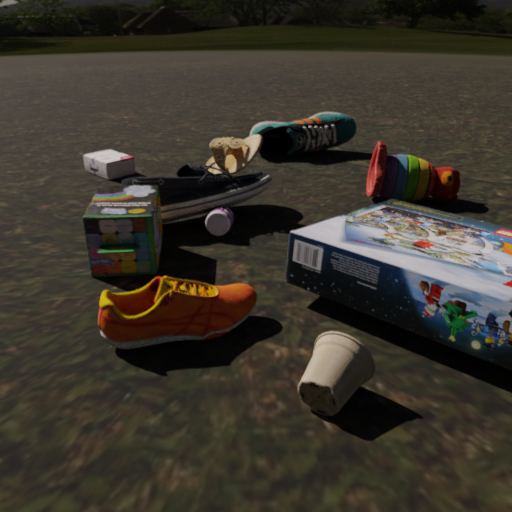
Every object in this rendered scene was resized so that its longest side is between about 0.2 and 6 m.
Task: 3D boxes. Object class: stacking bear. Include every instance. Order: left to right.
[{"bbox_3d":[3.434,-1.648,12.075,1.914,1.162,1.089,9,-13,2],"label":"stacking bear"}]

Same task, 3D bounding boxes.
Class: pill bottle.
[{"bbox_3d":[-0.667,-0.684,10.564,0.460,0.460,0.820,2,16,5],"label":"pill bottle"}]

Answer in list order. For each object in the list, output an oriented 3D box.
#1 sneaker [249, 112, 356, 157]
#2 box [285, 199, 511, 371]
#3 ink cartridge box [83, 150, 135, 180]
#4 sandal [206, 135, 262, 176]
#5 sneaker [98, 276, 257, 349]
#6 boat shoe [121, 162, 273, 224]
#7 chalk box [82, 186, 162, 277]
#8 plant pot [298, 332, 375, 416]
[{"bbox_3d":[1.348,-3.273,15.597,3.047,1.087,1.217,-8,27,0],"label":"sneaker"},{"bbox_3d":[3.041,0.296,7.743,4.392,0.828,3.000,21,26,37],"label":"box"},{"bbox_3d":[-3.703,-2.308,14.098,1.114,0.472,0.811,24,34,39],"label":"ink cartridge box"},{"bbox_3d":[-0.693,-2.001,11.059,0.644,0.717,1.956,23,-21,-28],"label":"sandal"},{"bbox_3d":[-0.942,0.640,7.245,2.128,0.821,0.776,-10,34,-25],"label":"sneaker"},{"bbox_3d":[-1.122,-1.343,11.047,3.276,1.020,1.222,-15,-1,-26],"label":"boat shoe"},{"bbox_3d":[-2.150,-0.345,9.143,1.089,1.081,1.744,-1,28,-3],"label":"chalk box"},{"bbox_3d":[0.819,1.327,6.114,0.747,0.747,0.684,15,40,29],"label":"plant pot"}]
